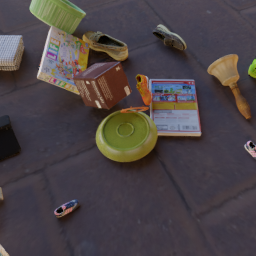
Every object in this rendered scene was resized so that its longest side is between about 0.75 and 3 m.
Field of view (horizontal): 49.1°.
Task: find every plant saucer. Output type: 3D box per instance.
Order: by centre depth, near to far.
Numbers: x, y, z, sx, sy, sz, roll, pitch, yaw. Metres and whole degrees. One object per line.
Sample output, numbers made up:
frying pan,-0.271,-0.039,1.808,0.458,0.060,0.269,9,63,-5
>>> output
plant saucer,-0.072,0.138,9.673,2.168,0.337,2.168,-4,56,6

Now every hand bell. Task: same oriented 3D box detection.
hand bell,4.060,-1.444,10.565,1.237,1.237,2.376,-16,71,-10

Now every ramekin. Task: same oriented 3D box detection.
ramekin,-3.051,-5.013,11.995,2.254,2.254,1.101,42,110,23

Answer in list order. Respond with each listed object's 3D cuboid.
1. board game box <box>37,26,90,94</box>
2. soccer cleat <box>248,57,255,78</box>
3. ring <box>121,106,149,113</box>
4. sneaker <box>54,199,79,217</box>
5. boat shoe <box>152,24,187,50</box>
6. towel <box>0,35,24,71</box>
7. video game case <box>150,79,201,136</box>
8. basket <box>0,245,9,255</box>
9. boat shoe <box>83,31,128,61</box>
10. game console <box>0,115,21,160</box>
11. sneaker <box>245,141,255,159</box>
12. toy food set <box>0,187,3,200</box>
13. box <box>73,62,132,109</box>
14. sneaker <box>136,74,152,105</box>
board game box,-2.471,-2.700,11.056,1.695,0.432,2.521,19,54,-27
soccer cleat,5.817,-3.065,11.371,0.924,1.109,2.736,33,64,19
ring,0.219,-0.633,9.448,0.957,0.957,0.092,-6,85,-4
sneaker,-1.836,2.396,8.418,0.792,0.325,0.278,-32,63,-18
boat shoe,1.780,-3.851,12.208,0.571,0.620,1.736,-41,67,-10
towel,-5.123,-3.105,11.676,1.333,0.689,1.610,1,60,2
video game case,1.713,-0.822,10.496,1.775,0.217,2.483,1,58,1
basket,-4.188,3.744,6.454,1.923,2.437,2.764,19,45,29
boat shoe,-0.983,-3.684,11.987,2.305,0.725,0.841,35,64,20
game console,-4.749,0.453,9.736,1.667,0.970,1.466,-24,31,-15
sneaker,4.312,0.794,9.406,0.300,0.350,0.854,-35,64,-20
toy food set,-4.985,2.605,7.899,2.664,0.420,1.693,2,58,-28
box,-0.916,-1.530,9.934,1.212,1.224,1.476,-39,31,-28
sneaker,0.555,-1.407,10.475,0.513,0.485,1.330,5,56,-32
